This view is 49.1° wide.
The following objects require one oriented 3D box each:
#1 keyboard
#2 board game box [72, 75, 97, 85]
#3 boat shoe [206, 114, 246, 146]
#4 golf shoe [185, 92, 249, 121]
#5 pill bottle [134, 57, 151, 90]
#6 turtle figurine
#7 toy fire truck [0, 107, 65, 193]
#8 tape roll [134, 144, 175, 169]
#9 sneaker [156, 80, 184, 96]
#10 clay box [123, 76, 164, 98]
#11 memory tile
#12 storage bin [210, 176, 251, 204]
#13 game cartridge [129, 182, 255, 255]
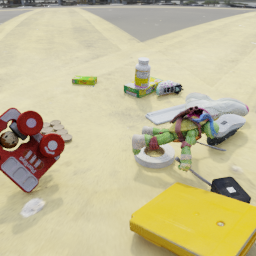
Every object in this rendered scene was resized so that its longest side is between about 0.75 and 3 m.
[{"bbox_3d":[2.111,-0.649,10.996,2.928,0.156,0.824,-15,38,-24],"label":"keyboard"},{"bbox_3d":[-2.141,-2.362,13.846,1.130,0.269,0.574,4,30,7],"label":"board game box"},{"bbox_3d":[3.174,0.031,9.196,2.074,0.587,0.712,-19,39,-42],"label":"boat shoe"},{"bbox_3d":[3.240,-0.609,10.392,2.333,0.879,1.068,10,53,14],"label":"golf shoe"},{"bbox_3d":[0.621,-2.330,11.941,0.657,1.260,0.657,3,32,-2],"label":"pill bottle"},{"bbox_3d":[1.412,0.614,7.773,2.270,2.341,1.685,-1,51,28],"label":"turtle figurine"},{"bbox_3d":[-2.615,0.494,6.958,1.550,1.846,1.035,-50,22,-26],"label":"toy fire truck"},{"bbox_3d":[0.791,0.767,8.360,1.215,0.222,1.215,1,29,0],"label":"tape roll"},{"bbox_3d":[1.962,-1.745,12.447,1.031,0.573,1.473,17,34,29],"label":"sneaker"},{"bbox_3d":[0.758,-1.935,12.934,1.757,0.418,1.009,-26,39,-38],"label":"clay box"},{"bbox_3d":[-2.671,0.188,9.483,1.217,0.133,1.588,-16,34,-25],"label":"memory tile"},{"bbox_3d":[2.426,1.607,6.693,0.592,0.410,0.875,-7,29,-12],"label":"storage bin"},{"bbox_3d":[1.393,1.896,5.733,2.212,0.359,1.950,9,22,43],"label":"game cartridge"}]
